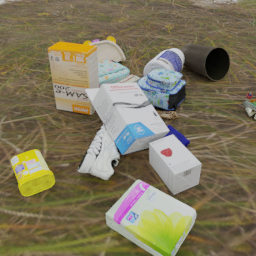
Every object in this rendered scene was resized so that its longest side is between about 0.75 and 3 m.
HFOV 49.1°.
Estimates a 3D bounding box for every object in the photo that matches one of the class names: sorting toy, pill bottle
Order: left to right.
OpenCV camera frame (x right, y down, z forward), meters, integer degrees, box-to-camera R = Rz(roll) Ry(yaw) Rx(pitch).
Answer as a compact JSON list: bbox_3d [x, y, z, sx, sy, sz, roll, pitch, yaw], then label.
[{"bbox_3d":[-1.948,-4.264,15.844,2.716,1.451,2.445,-18,21,-23],"label":"sorting toy"},{"bbox_3d":[1.885,-3.027,13.783,1.424,1.424,2.379,18,41,23],"label":"pill bottle"}]

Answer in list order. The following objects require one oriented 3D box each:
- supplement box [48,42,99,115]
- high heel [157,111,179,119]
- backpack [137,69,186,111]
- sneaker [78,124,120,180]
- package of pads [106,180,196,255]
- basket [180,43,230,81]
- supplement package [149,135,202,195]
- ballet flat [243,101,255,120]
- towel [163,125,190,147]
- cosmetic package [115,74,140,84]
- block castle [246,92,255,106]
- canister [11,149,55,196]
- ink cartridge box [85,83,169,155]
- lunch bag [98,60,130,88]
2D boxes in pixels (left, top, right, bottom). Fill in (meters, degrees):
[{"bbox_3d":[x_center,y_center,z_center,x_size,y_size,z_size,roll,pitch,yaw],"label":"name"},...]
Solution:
[{"bbox_3d":[-2.122,-1.986,11.358,1.675,2.658,0.977,10,35,14],"label":"supplement box"},{"bbox_3d":[1.534,-0.483,11.248,0.683,0.342,0.957,-13,22,-26],"label":"high heel"},{"bbox_3d":[1.386,-1.744,12.067,1.939,1.425,1.774,13,33,25],"label":"backpack"},{"bbox_3d":[-0.762,0.736,9.318,1.085,1.006,2.677,27,32,-5],"label":"sneaker"},{"bbox_3d":[0.620,2.324,7.279,1.932,0.659,1.493,25,45,28],"label":"package of pads"},{"bbox_3d":[3.763,-3.514,14.345,1.997,1.506,2.215,27,7,-42],"label":"basket"},{"bbox_3d":[1.402,1.087,8.670,0.931,0.920,1.536,-19,40,-18],"label":"supplement package"},{"bbox_3d":[5.189,-0.612,11.379,0.483,0.511,1.517,-45,46,-5],"label":"ballet flat"},{"bbox_3d":[1.558,0.411,10.181,0.873,0.293,1.182,-26,44,-21],"label":"towel"},{"bbox_3d":[-0.020,-1.941,12.947,0.529,0.626,1.212,32,47,26],"label":"cosmetic package"},{"bbox_3d":[5.700,-1.068,11.856,0.853,0.599,1.276,-9,37,-12],"label":"block castle"},{"bbox_3d":[-2.974,1.331,8.664,1.026,0.598,1.382,-20,40,-24],"label":"canister"},{"bbox_3d":[-0.084,-0.640,9.760,1.669,0.976,2.877,-11,60,-43],"label":"ink cartridge box"},{"bbox_3d":[-1.076,-2.507,13.552,2.259,0.871,1.811,-28,45,-32],"label":"lunch bag"}]
